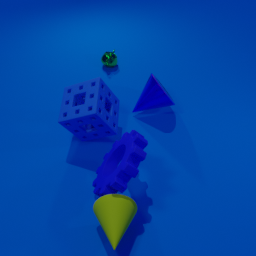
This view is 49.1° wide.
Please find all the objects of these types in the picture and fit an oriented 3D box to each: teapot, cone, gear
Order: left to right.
[{"bbox_3d":[-0.691,-2.714,10.844,0.667,0.525,1.072,22,39,0],"label":"teapot"},{"bbox_3d":[-0.276,2.096,5.882,0.993,0.993,0.996,-1,36,-1],"label":"cone"},{"bbox_3d":[-0.212,0.858,6.679,0.321,1.735,1.735,35,45,-17],"label":"gear"},{"bbox_3d":[0.622,-0.860,8.844,1.245,1.241,1.241,-37,48,13],"label":"cone"}]

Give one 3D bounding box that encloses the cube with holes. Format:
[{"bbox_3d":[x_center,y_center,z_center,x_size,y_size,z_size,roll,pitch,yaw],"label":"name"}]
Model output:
[{"bbox_3d":[-1.053,-0.488,7.898,1.176,1.176,1.176,-12,57,23],"label":"cube with holes"}]
